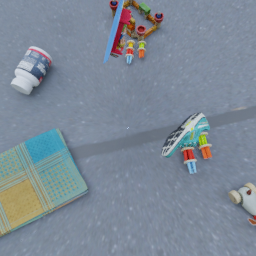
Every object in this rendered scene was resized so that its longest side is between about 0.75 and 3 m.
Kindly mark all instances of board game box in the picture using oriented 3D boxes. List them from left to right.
[{"bbox_3d":[-0.168,-2.189,6.433,0.369,1.897,1.499,14,97,-12],"label":"board game box"}]

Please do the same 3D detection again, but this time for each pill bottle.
[{"bbox_3d":[-3.008,-1.756,8.695,0.803,0.803,1.343,22,74,7],"label":"pill bottle"}]

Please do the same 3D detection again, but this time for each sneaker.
[{"bbox_3d":[1.411,0.229,6.664,1.488,0.577,0.593,-39,98,-19],"label":"sneaker"}]

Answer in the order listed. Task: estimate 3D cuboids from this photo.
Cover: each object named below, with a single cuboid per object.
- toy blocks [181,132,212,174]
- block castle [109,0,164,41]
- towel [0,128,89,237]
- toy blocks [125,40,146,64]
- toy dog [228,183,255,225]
[{"bbox_3d":[1.999,0.727,8.061,0.904,0.394,1.085,-9,71,-2],"label":"toy blocks"},{"bbox_3d":[0.256,-3.853,9.407,1.136,0.797,1.700,-39,76,-12],"label":"block castle"},{"bbox_3d":[-2.883,1.512,7.855,2.999,0.325,2.200,-27,73,-7],"label":"towel"},{"bbox_3d":[0.254,-2.456,9.200,0.667,0.291,0.800,5,71,2],"label":"toy blocks"},{"bbox_3d":[3.405,2.104,7.424,1.466,0.706,0.967,39,75,12],"label":"toy dog"}]
